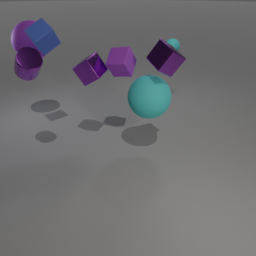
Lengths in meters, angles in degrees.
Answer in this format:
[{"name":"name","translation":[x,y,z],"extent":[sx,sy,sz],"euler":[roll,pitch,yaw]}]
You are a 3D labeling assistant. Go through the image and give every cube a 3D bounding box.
[{"name":"cube","translation":[-1.217,-1.913,9.088],"extent":[0.700,0.700,0.700],"euler":[-20,25,37]},{"name":"cube","translation":[-2.743,-2.947,9.051],"extent":[0.700,0.700,0.700],"euler":[-41,68,-7]},{"name":"cube","translation":[1.115,-2.053,8.250],"extent":[0.700,0.700,0.700],"euler":[10,37,-48]},{"name":"cube","translation":[-0.214,-2.178,9.255],"extent":[0.700,0.700,0.700],"euler":[5,66,25]}]

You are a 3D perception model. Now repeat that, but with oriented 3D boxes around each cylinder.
[{"name":"cylinder","translation":[-2.775,-1.773,7.782],"extent":[0.700,0.700,0.700],"euler":[-17,-8,-29]}]

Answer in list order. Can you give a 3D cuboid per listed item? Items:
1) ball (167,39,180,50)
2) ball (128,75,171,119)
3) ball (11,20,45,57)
[{"name":"ball","translation":[2.112,-3.887,13.314],"extent":[0.700,0.700,0.700],"euler":[0,28,0]},{"name":"ball","translation":[0.684,-0.997,9.000],"extent":[1.400,1.400,1.400],"euler":[0,28,0]},{"name":"ball","translation":[-3.555,-3.224,10.320],"extent":[1.400,1.400,1.400],"euler":[0,28,0]}]
